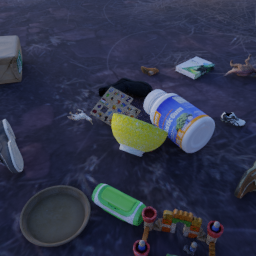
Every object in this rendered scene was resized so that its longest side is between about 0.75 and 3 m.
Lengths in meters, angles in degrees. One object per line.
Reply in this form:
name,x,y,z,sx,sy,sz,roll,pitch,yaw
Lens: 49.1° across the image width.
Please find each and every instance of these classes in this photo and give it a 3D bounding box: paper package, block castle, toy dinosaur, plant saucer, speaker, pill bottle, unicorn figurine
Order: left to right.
paper package,-6.830,-3.486,14.254,2.672,1.450,2.803,-10,40,-11
plant saucer,-2.041,2.489,7.994,1.964,0.289,1.964,0,41,0
unicorn figurine,-1.789,-0.431,10.595,0.924,0.635,0.341,3,65,39
speaker,-0.257,2.185,8.072,1.552,0.686,0.686,22,45,24
pill bottle,1.776,-0.384,10.493,1.483,1.483,2.647,-24,45,-26
block castle,1.284,2.834,7.026,2.114,0.992,1.413,9,40,11
toy dinosaur,5.916,-2.873,14.064,1.980,0.850,1.342,-13,48,-7

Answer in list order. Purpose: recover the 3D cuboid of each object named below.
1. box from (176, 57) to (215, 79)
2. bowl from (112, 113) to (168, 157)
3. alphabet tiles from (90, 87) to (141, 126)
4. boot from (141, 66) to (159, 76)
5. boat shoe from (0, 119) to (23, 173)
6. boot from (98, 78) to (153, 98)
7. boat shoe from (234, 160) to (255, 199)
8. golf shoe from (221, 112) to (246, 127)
box,3.562,-3.199,14.794,1.747,0.317,1.261,-31,48,-30
bowl,0.258,0.349,9.728,2.045,2.045,1.100,19,86,21
alphabet tiles,-0.445,-0.772,11.460,1.786,0.067,1.493,31,75,22
boot,1.141,-3.055,14.619,0.649,0.320,0.835,-29,48,-30
boat shoe,-4.308,0.723,9.699,0.827,0.970,2.901,-28,41,-12
boot,-0.139,-1.573,12.469,2.004,0.765,1.684,24,42,34
boat shoe,3.986,1.612,8.764,0.656,0.672,1.776,34,51,30
golf shoe,4.246,-0.365,11.210,0.987,0.466,0.384,14,40,8
